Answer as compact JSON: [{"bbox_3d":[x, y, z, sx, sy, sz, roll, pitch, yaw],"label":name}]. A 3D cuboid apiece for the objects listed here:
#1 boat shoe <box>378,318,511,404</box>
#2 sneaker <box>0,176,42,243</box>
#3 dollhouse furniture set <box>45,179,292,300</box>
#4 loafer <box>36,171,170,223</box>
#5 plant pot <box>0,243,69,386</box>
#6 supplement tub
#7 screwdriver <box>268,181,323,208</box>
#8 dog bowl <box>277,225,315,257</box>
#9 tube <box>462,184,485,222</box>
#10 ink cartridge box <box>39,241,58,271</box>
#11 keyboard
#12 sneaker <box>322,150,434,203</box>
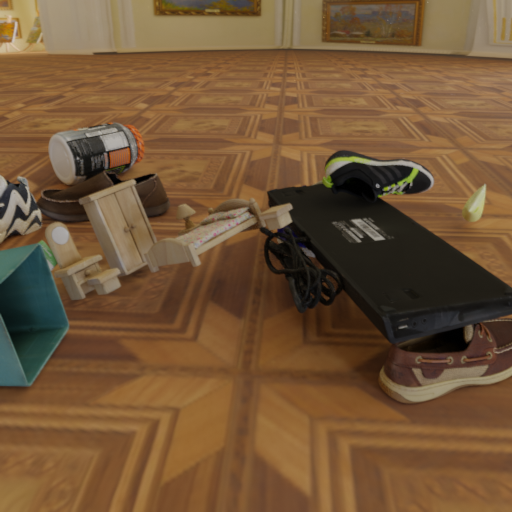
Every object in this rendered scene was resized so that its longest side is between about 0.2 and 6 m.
[{"bbox_3d":[2.688,1.128,7.288,2.437,0.877,0.879,-11,28,-21],"label":"boat shoe"},{"bbox_3d":[-5.233,-0.917,10.915,0.855,1.393,2.141,18,31,34],"label":"sneaker"},{"bbox_3d":[-1.472,-0.567,8.779,3.038,1.484,2.591,-9,17,44],"label":"dollhouse furniture set"},{"bbox_3d":[-3.384,-1.426,12.380,2.877,1.021,1.051,-5,26,-10],"label":"loafer"},{"bbox_3d":[-3.851,0.839,7.456,1.979,1.399,1.398,-7,25,8],"label":"plant pot"},{"bbox_3d":[-4.140,-2.730,14.703,1.348,1.348,2.201,22,33,38],"label":"supplement tub"},{"bbox_3d":[1.160,-1.464,11.494,0.435,0.417,2.993,13,-19,-27],"label":"screwdriver"},{"bbox_3d":[1.220,-0.591,11.114,1.609,0.634,1.609,0,26,0],"label":"dog bowl"},{"bbox_3d":[4.361,-0.989,11.197,0.400,0.447,1.540,-12,-11,16],"label":"tube"},{"bbox_3d":[-3.796,0.339,8.954,0.822,0.495,1.132,-28,21,22],"label":"ink cartridge box"},{"bbox_3d":[1.424,0.040,8.963,2.749,1.047,5.282,-6,24,-12],"label":"keyboard"},{"bbox_3d":[2.197,-1.264,10.170,2.112,0.757,0.875,7,57,-7],"label":"sneaker"}]
